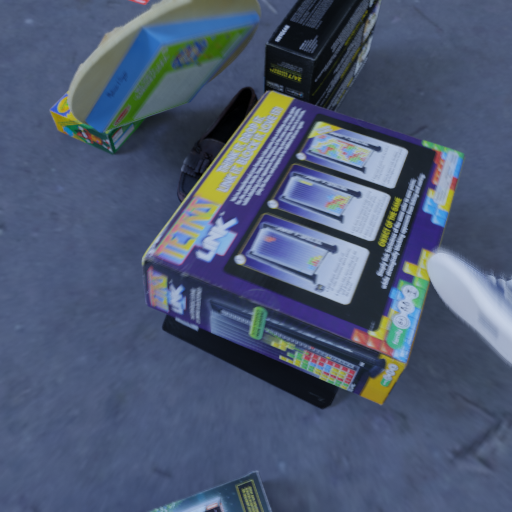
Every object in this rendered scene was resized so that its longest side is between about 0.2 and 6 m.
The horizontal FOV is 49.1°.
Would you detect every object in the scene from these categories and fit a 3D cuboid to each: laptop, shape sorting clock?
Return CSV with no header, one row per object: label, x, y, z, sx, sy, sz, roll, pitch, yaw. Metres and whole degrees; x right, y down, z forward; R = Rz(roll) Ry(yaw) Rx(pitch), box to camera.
laptop,0.559,0.200,8.605,2.745,1.599,3.097,24,44,11
shape sorting clock,-1.408,-3.037,8.754,3.331,3.331,0.653,-34,92,-19

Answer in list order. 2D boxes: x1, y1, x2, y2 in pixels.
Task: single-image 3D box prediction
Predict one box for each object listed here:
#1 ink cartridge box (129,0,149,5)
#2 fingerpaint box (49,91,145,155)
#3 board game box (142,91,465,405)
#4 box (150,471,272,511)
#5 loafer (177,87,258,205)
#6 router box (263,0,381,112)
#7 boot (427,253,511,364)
ink cartridge box,-2.792,-6.290,12.848,1.174,0.256,1.019,22,60,13
fingerpaint box,-2.816,-2.825,10.537,1.310,0.576,1.571,26,62,14
board game box,0.792,-0.387,7.364,3.089,1.060,3.737,21,51,12
box,-0.644,4.902,5.645,2.990,0.825,4.378,-17,60,-10
loafer,-0.673,-1.971,9.868,0.925,0.811,2.575,22,61,13
router box,1.209,-3.536,9.804,0.875,2.557,3.428,24,61,13
boot,2.611,0.449,6.120,0.693,0.558,1.535,-36,78,-21
